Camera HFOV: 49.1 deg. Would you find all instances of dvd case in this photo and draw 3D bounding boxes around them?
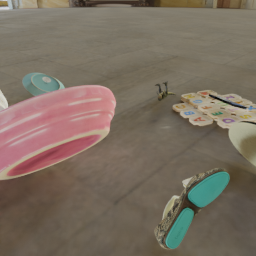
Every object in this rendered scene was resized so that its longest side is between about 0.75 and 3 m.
[{"bbox_3d":[3.038,-0.806,8.569,0.700,0.086,0.981,6,20,-36],"label":"dvd case"}]

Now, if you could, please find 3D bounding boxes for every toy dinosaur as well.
[{"bbox_3d":[1.262,-1.298,9.787,0.319,0.592,1.343,-16,5,37],"label":"toy dinosaur"}]

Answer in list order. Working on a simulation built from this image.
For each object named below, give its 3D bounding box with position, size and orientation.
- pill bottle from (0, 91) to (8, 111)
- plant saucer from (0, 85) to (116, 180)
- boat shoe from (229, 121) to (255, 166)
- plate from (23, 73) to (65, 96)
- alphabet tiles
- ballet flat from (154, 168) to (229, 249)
[{"bbox_3d":[-3.948,-0.714,7.716,1.026,1.026,1.849,-18,40,-30],"label":"pill bottle"},{"bbox_3d":[-1.527,0.209,5.448,2.995,0.759,2.995,-25,-8,-4],"label":"plant saucer"},{"bbox_3d":[3.491,0.537,6.033,2.627,0.961,0.823,29,44,31],"label":"boat shoe"},{"bbox_3d":[-2.972,-1.564,10.070,1.547,0.198,1.547,20,37,-16],"label":"plate"},{"bbox_3d":[2.876,-0.681,9.012,2.556,0.191,2.613,-12,29,-17],"label":"alphabet tiles"},{"bbox_3d":[0.943,1.187,4.512,1.558,0.529,0.587,-51,25,-5],"label":"ballet flat"}]
